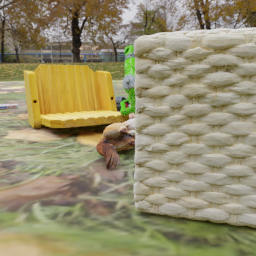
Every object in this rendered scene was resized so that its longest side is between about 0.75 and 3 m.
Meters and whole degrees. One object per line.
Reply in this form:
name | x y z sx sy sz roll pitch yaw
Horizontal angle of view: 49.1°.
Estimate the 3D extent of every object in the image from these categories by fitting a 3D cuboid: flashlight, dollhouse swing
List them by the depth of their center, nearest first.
dollhouse swing | -1.657 -1.191 9.241 2.947 2.678 2.590 -5 -7 -27
flashlight | -0.924 -1.253 13.168 2.039 0.693 0.690 4 -22 41

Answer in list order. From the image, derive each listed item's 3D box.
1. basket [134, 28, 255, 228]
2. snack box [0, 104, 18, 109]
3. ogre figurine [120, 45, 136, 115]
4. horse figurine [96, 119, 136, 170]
basket | 1.376 -0.167 3.994 2.492 2.470 2.004 4 15 17
snack box | -6.105 -1.000 13.347 1.556 0.189 0.559 -10 15 -39
ogre figurine | 0.442 -0.936 8.276 1.279 2.607 1.563 4 38 10
horse figurine | 0.327 0.138 6.465 2.922 0.729 1.936 -18 9 -39
